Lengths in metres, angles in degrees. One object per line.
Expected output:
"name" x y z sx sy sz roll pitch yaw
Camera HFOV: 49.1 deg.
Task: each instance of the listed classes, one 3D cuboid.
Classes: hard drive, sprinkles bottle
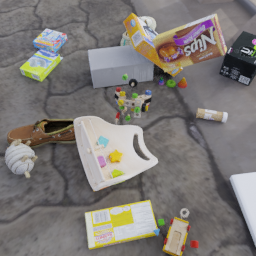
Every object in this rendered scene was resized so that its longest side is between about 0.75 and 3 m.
"hard drive" 4.206 2.411 8.511 1.481 0.295 2.246 -6 53 -5
"sprinkles bottle" 3.181 -0.490 10.662 1.104 0.377 0.377 10 54 8

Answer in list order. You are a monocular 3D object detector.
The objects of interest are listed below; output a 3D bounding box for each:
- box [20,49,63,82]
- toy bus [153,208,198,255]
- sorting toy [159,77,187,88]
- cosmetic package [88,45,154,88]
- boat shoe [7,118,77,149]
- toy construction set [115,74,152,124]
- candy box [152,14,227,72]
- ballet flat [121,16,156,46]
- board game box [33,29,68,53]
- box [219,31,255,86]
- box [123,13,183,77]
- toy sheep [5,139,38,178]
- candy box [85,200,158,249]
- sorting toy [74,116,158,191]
"box" -3.807 -2.884 12.464 1.056 0.413 1.732 21 56 14
"toy bus" 1.365 3.017 7.876 1.138 0.588 1.074 -21 61 -9
"sorting toy" 1.905 -1.985 11.775 1.218 0.420 0.422 5 53 3
"cosmetic package" -0.322 -2.649 11.856 2.608 1.176 1.393 -9 53 -3
"boat shoe" -2.989 0.066 9.902 2.677 0.910 0.963 -7 53 -5
"toy construction set" 0.013 -0.469 6.272 0.887 1.064 0.817 28 31 -10
"candy box" 1.649 -2.250 7.581 1.739 1.015 0.491 -9 29 34
"ballet flat" 0.617 -4.827 13.606 0.994 0.919 2.947 24 56 13
"board game box" -3.742 -4.218 13.514 1.182 0.330 1.157 19 55 14
"box" 5.089 -3.023 12.077 1.419 1.187 1.910 29 59 20
"box" 1.168 -3.286 11.523 2.927 0.607 1.743 19 42 -43
"toy sheep" -3.502 1.008 9.177 1.013 1.013 1.470 -22 57 -16
"candy box" -0.205 2.814 8.227 2.011 0.266 1.028 -9 56 -6
"sorting toy" -0.316 0.803 9.214 2.315 1.374 2.572 -13 55 -19
